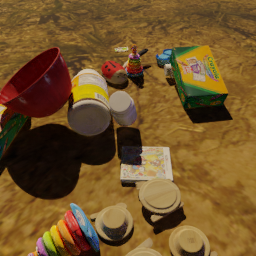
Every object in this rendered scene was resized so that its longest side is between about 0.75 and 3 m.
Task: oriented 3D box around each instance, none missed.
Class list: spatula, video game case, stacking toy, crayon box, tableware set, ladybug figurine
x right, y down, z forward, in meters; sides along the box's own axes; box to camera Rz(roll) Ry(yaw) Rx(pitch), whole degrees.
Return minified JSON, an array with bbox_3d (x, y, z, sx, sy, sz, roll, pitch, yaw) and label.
[{"bbox_3d":[0.015,-3.045,13.171,2.645,0.272,0.748,-41,54,-18],"label":"spatula"},{"bbox_3d":[0.553,1.093,8.558,1.523,0.174,1.386,1,40,1],"label":"video game case"},{"bbox_3d":[-1.657,2.649,6.288,1.837,1.008,1.066,-29,50,-14],"label":"stacking toy"},{"bbox_3d":[-4.637,-0.072,9.435,1.641,0.805,2.763,5,40,6],"label":"crayon box"},{"bbox_3d":[0.288,-3.080,12.556,0.813,1.401,0.769,-4,40,-5],"label":"stacking toy"},{"bbox_3d":[0.582,2.504,6.767,2.425,0.337,2.903,-18,45,-18],"label":"tableware set"},{"bbox_3d":[2.774,-2.114,11.326,1.602,0.786,2.697,-5,58,-7],"label":"crayon box"},{"bbox_3d":[-0.642,-2.546,12.500,1.065,0.565,1.569,-29,51,-25],"label":"ladybug figurine"}]

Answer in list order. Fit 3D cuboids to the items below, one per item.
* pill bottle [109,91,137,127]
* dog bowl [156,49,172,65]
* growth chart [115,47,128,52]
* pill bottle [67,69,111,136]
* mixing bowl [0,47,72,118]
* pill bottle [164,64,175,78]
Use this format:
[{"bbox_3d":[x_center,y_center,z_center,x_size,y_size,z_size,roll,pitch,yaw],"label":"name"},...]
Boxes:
[{"bbox_3d":[-0.164,-0.623,9.295,0.830,1.465,0.830,-2,74,6],"label":"pill bottle"},{"bbox_3d":[1.919,-3.521,13.912,0.759,0.337,1.361,26,47,27],"label":"dog bowl"},{"bbox_3d":[-0.347,-4.192,14.922,0.767,0.068,0.555,-8,40,-10],"label":"growth chart"},{"bbox_3d":[-1.416,-1.058,10.131,1.445,1.445,2.645,-4,40,-5],"label":"pill bottle"},{"bbox_3d":[-2.841,-1.279,9.290,2.595,1.405,2.595,-26,36,20],"label":"mixing bowl"},{"bbox_3d":[2.323,-2.616,12.528,1.338,0.731,0.731,-5,40,-6],"label":"pill bottle"}]
